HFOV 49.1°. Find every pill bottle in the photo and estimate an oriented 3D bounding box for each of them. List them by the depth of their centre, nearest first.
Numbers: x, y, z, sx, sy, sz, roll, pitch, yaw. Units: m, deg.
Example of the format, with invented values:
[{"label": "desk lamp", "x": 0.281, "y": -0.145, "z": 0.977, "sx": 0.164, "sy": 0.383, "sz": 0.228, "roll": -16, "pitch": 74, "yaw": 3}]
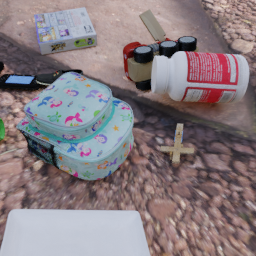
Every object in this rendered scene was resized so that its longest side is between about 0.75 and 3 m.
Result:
[{"label": "pill bottle", "x": 2.098, "y": -1.544, "z": 8.544, "sx": 2.656, "sy": 1.491, "sz": 1.491, "roll": 3, "pitch": 47, "yaw": -4}]

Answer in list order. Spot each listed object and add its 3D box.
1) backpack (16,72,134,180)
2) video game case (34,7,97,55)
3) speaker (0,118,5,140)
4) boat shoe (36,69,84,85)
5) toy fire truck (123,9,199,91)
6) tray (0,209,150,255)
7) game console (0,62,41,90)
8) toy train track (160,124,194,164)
[{"label": "backpack", "x": -1.196, "y": -0.049, "z": 7.407, "sx": 2.711, "sy": 2.041, "sz": 2.406, "roll": 29, "pitch": 54, "yaw": 17}, {"label": "video game case", "x": -2.729, "y": -4.243, "z": 12.083, "sx": 2.328, "sy": 0.584, "sz": 2.568, "roll": -12, "pitch": 49, "yaw": -11}, {"label": "speaker", "x": -4.401, "y": 0.106, "z": 7.805, "sx": 1.695, "sy": 0.749, "sz": 0.749, "roll": -6, "pitch": 48, "yaw": -7}, {"label": "boat shoe", "x": -2.367, "y": -1.811, "z": 9.778, "sx": 1.639, "sy": 0.514, "sz": 0.600, "roll": -2, "pitch": 41, "yaw": -11}, {"label": "toy fire truck", "x": 0.869, "y": -3.023, "z": 10.360, "sx": 2.535, "sy": 1.853, "sz": 2.880, "roll": -17, "pitch": 39, "yaw": -14}, {"label": "tray", "x": -1.020, "y": 2.356, "z": 5.724, "sx": 2.875, "sy": 0.319, "sz": 1.544, "roll": 5, "pitch": 32, "yaw": -14}, {"label": "game console", "x": -4.419, "y": -1.782, "z": 10.008, "sx": 2.833, "sy": 0.342, "sz": 1.671, "roll": 4, "pitch": 48, "yaw": 3}, {"label": "toy train track", "x": 1.435, "y": 0.465, "z": 8.045, "sx": 0.902, "sy": 0.256, "sz": 1.572, "roll": 4, "pitch": 42, "yaw": 13}]
